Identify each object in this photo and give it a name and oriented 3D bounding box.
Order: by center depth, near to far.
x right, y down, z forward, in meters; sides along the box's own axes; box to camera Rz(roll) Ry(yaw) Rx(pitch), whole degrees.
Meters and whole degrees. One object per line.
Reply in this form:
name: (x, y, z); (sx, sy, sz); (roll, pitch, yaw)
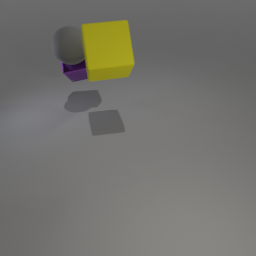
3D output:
cube: (-0.669, -2.388, 8.868); (1.400, 1.400, 1.400); (-8, -4, -8)
ball: (-2.151, -3.088, 10.497); (1.400, 1.400, 1.400); (0, 32, 0)
cube: (-2.007, -2.920, 11.906); (1.400, 1.400, 1.400); (-11, -6, 4)
